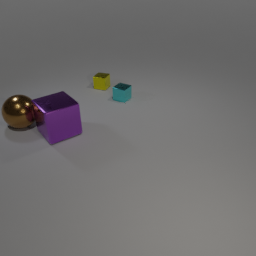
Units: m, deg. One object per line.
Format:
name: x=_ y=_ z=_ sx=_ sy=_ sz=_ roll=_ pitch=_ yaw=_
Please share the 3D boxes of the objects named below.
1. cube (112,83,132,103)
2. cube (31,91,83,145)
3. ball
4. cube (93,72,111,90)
cube: x=-0.290 y=-1.746 z=13.834 sx=0.700 sy=0.700 sz=0.700 roll=17 pitch=36 yaw=25
cube: x=-2.796 y=-0.443 z=11.083 sx=1.400 sy=1.400 sz=1.400 roll=-22 pitch=38 yaw=-30
ball: x=-4.441 y=-0.676 z=11.515 sx=1.400 sy=1.400 sz=1.400 roll=0 pitch=32 yaw=0
cube: x=-1.402 y=-2.506 z=15.017 sx=0.700 sy=0.700 sz=0.700 roll=10 pitch=34 yaw=18
